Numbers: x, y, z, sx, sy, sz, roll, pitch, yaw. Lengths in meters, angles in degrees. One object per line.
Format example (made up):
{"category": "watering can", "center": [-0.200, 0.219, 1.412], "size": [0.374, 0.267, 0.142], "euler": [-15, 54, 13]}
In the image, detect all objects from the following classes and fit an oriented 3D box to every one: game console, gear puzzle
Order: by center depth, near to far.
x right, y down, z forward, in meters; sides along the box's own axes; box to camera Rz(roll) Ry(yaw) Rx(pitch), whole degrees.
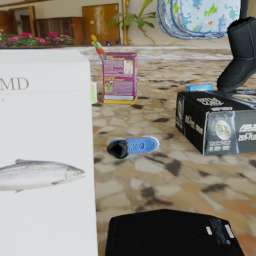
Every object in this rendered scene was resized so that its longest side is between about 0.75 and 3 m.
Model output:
{"category": "game console", "center": [0.534, 1.838, 3.019], "size": [1.737, 0.355, 2.944], "euler": [1, 19, 3]}
{"category": "gear puzzle", "center": [-0.948, -2.679, 9.302], "size": [0.125, 0.951, 0.493], "euler": [-25, 0, 31]}

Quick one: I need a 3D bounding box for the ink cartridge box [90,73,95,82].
{"category": "ink cartridge box", "center": [-3.060, -1.838, 12.051], "size": [2.812, 1.074, 1.919], "euler": [-10, 22, -30]}

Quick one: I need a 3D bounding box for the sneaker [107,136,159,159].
{"category": "sneaker", "center": [0.100, 0.464, 6.582], "size": [1.210, 0.464, 0.673], "euler": [1, 14, 13]}

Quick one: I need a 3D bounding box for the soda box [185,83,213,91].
{"category": "soda box", "center": [3.223, -1.736, 12.704], "size": [1.321, 0.448, 0.424], "euler": [-10, 22, -25]}

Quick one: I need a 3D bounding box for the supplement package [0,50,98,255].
{"category": "supplement package", "center": [-1.255, 0.438, 3.450], "size": [1.552, 2.655, 1.557], "euler": [-5, 20, -13]}

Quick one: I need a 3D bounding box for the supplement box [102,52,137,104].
{"category": "supplement box", "center": [-0.302, -2.013, 11.253], "size": [1.286, 1.965, 1.014], "euler": [4, 21, 8]}

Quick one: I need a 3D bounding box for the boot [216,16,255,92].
{"category": "boot", "center": [1.845, -1.263, 4.727], "size": [1.155, 0.946, 0.427], "euler": [-35, 31, -21]}

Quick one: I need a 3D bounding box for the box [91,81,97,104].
{"category": "box", "center": [-2.030, -1.306, 10.921], "size": [0.769, 0.854, 1.517], "euler": [17, 26, 39]}

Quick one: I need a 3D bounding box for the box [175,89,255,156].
{"category": "box", "center": [2.891, -0.269, 7.619], "size": [2.663, 1.147, 2.181], "euler": [-3, 21, -8]}

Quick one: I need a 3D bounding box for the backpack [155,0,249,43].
{"category": "backpack", "center": [2.201, -3.676, 8.413], "size": [2.748, 2.241, 2.112], "euler": [-3, 25, 0]}
